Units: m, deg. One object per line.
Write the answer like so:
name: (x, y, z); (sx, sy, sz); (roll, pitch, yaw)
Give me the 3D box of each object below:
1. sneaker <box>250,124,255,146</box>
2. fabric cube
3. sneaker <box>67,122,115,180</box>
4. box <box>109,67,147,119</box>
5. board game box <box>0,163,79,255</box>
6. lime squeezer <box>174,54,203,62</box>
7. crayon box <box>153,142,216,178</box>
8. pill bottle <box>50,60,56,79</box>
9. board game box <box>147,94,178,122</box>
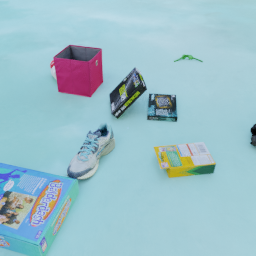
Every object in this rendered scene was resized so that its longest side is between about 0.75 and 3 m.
sneaker: (4.898, 0.005, 9.901); (0.971, 0.813, 2.140); (12, 34, 29)
fabric cube: (-2.157, -2.599, 12.631); (1.693, 1.687, 1.661); (10, 36, 13)
sneaker: (-1.205, 0.625, 8.803); (0.905, 1.007, 2.333); (14, 39, 19)
box: (-0.053, -1.435, 11.182); (1.679, 0.413, 1.738); (-41, 29, 19)
board game box: (-2.952, 1.977, 7.282); (2.743, 0.617, 2.086); (10, 37, 13)
lime squeezer: (3.352, -3.897, 15.600); (1.614, 0.304, 0.570); (2, 36, 1)
crayon box: (1.719, 0.991, 8.790); (1.703, 0.439, 1.071); (-4, 36, -7)
pill bottle: (-3.447, -2.884, 13.841); (0.735, 0.735, 1.309); (-10, 37, -13)
board game box: (1.403, -0.872, 11.501); (1.184, 0.246, 1.750); (4, 37, 5)
